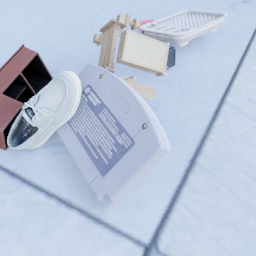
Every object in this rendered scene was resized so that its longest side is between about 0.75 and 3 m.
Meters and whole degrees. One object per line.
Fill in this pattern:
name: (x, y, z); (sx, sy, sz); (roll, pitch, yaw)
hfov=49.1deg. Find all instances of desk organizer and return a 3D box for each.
desk organizer: (-2.789, -0.811, 6.885); (0.998, 0.929, 2.591); (23, 53, -1)

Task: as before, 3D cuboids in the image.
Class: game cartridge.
game cartridge: (-0.469, -0.043, 5.834); (1.898, 0.583, 2.851); (-49, 55, 15)

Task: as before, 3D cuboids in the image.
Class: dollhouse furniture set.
dollhouse furniture set: (-0.133, -1.732, 7.796); (1.248, 2.180, 2.556); (11, -3, -26)

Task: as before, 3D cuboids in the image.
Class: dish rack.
dish rack: (1.931, -3.490, 9.734); (2.538, 0.553, 2.178); (-31, 38, -25)

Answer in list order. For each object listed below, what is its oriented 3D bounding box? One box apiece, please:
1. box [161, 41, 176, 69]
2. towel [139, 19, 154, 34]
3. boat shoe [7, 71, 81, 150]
box: (1.082, -2.282, 8.737); (0.423, 0.600, 0.811); (-24, 43, -21)
towel: (0.800, -3.882, 10.701); (0.760, 0.118, 1.051); (-13, 47, -14)
boat shoe: (-1.792, -0.253, 5.778); (0.785, 2.249, 0.801); (51, 30, 11)
